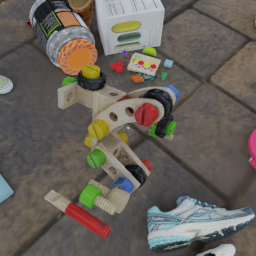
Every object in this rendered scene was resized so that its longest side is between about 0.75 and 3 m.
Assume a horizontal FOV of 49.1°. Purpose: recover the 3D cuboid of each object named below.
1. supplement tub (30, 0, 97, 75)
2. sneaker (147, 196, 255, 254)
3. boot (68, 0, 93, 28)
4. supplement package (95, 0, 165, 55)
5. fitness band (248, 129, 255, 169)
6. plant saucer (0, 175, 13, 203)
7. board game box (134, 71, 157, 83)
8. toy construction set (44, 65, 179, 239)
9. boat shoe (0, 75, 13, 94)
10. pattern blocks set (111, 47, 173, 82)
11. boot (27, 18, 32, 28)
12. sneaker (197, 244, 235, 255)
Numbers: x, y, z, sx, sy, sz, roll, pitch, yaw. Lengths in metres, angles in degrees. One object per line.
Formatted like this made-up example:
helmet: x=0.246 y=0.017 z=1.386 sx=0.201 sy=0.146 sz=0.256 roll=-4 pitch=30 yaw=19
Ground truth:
supplement tub: x=-2.404 y=-3.485 z=10.550 sx=1.809 sy=1.809 sz=2.952 roll=-24 pitch=61 yaw=-14
sneaker: x=1.872 y=2.306 z=7.369 sx=2.894 sy=1.123 sz=1.249 roll=-9 pitch=55 yaw=-6
boot: x=-1.791 y=-4.799 z=11.286 sx=0.912 sy=1.915 sz=2.476 roll=6 pitch=54 yaw=-2
supplement package: x=0.011 y=-4.262 z=11.048 sx=2.314 sy=1.756 sz=1.743 roll=-12 pitch=59 yaw=-7
fitness band: x=4.893 y=0.994 z=8.577 sx=1.882 sy=0.490 sz=2.620 roll=-29 pitch=63 yaw=-20
plant saucer: x=-4.087 y=1.554 z=8.386 sx=0.579 sy=0.157 sz=1.657 roll=-38 pitch=66 yaw=-21
board game box: x=0.579 y=-2.202 z=10.725 sx=0.696 sy=0.145 sz=1.029 roll=-20 pitch=60 yaw=-12
toy construction set: x=-0.544 y=0.188 z=4.997 sx=2.068 sy=2.245 sz=2.692 roll=27 pitch=63 yaw=15
boat shoe: x=-5.250 y=-1.823 z=10.175 sx=2.158 sy=0.669 sz=0.777 roll=16 pitch=59 yaw=10
pattern blocks set: x=0.582 y=-2.419 z=10.669 sx=2.061 sy=0.167 sz=1.811 roll=26 pitch=61 yaw=15
boot: x=-3.746 y=-5.165 z=12.227 sx=1.668 sy=0.837 sz=2.313 roll=-24 pitch=58 yaw=-5
sneaker: x=2.274 y=3.233 z=7.102 sx=1.090 sy=0.542 sz=0.425 roll=-18 pitch=60 yaw=-11
